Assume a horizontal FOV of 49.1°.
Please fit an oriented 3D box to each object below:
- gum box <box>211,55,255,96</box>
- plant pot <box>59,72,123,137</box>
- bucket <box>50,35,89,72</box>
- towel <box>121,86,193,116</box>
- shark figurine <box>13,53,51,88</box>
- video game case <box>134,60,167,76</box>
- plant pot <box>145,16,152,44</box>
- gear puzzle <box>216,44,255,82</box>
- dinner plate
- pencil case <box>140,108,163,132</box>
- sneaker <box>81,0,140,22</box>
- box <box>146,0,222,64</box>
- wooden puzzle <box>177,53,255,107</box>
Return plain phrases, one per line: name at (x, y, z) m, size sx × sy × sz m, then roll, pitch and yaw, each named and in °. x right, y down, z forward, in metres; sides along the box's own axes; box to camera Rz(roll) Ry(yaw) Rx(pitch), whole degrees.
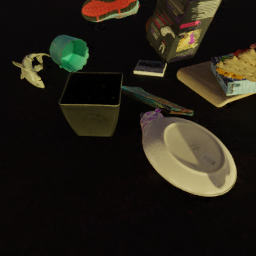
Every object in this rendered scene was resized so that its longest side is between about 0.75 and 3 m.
gum box at (4.653, -2.099, 10.347) m, size 2.607 × 0.581 × 2.215 m, roll -6°, pitch 37°, yaw 3°
plant pot at (-1.022, -0.659, 8.636) m, size 1.669 × 1.485 × 1.673 m, roll 2°, pitch 44°, yaw 2°
bucket at (-2.548, -3.232, 12.058) m, size 0.977 × 1.502 × 1.502 m, roll 32°, pitch 48°, yaw 33°
towel at (0.817, -0.980, 9.436) m, size 2.459 × 0.267 × 1.804 m, roll 26°, pitch 15°, yaw 32°
shark figurine at (-4.130, -2.492, 11.647) m, size 1.389 × 0.970 × 2.325 m, roll 22°, pitch 38°, yaw -28°
video game case at (0.995, -2.641, 12.316) m, size 1.262 × 0.147 × 1.147 m, roll 8°, pitch 39°, yaw 12°
plant pot at (1.586, -4.831, 14.240) m, size 1.396 × 1.396 × 1.382 m, roll 1°, pitch 45°, yaw 1°
gear puzzle at (2.806, -1.350, 6.059) m, size 1.458 × 0.369 × 2.816 m, roll 20°, pitch 1°, yaw -7°
dinner plate at (1.697, 0.567, 7.439) m, size 2.713 × 0.329 × 2.713 m, roll 13°, pitch 42°, yaw -13°
pencil case at (0.864, 0.245, 8.081) m, size 0.782 × 0.797 × 1.864 m, roll 25°, pitch 32°, yaw -28°
sneaker at (-0.642, -4.419, 10.637) m, size 2.229 × 0.884 × 1.065 m, roll -2°, pitch 3°, yaw 14°
box at (1.775, -3.659, 9.451) m, size 1.321 × 2.491 × 1.523 m, roll -17°, pitch 64°, yaw -23°
wooden puzzle at (3.886, -1.938, 11.175) m, size 2.968 × 0.553 × 2.745 m, roll -22°, pitch 43°, yaw -19°
